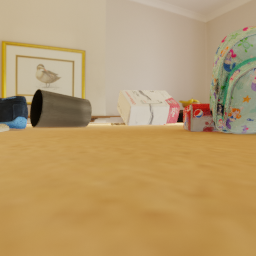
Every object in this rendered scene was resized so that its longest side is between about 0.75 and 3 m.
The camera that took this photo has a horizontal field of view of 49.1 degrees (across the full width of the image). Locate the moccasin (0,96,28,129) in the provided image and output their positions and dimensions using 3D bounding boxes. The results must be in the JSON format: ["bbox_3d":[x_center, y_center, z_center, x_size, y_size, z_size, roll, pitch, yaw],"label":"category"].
[{"bbox_3d":[-3.903,-0.509,8.205,2.852,0.973,1.148,4,-9,24],"label":"moccasin"}]

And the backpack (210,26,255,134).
[{"bbox_3d":[2.433,-0.848,5.177,1.744,1.964,1.479,1,21,7],"label":"backpack"}]

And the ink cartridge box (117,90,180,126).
[{"bbox_3d":[1.065,-1.152,15.422,2.870,1.188,2.102,-2,32,-20],"label":"ink cartridge box"}]

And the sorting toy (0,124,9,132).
[{"bbox_3d":[-3.543,-0.048,5.978,1.568,0.282,2.104,0,1,-13],"label":"sorting toy"}]

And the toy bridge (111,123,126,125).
[{"bbox_3d":[-0.603,-0.241,17.308,1.100,0.150,0.370,-1,2,-38],"label":"toy bridge"}]

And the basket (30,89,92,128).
[{"bbox_3d":[-2.514,-0.644,10.673,1.987,1.351,1.792,5,-18,-33],"label":"basket"}]

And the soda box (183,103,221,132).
[{"bbox_3d":[1.872,-0.262,7.265,0.723,0.655,2.065,0,2,7],"label":"soda box"}]
